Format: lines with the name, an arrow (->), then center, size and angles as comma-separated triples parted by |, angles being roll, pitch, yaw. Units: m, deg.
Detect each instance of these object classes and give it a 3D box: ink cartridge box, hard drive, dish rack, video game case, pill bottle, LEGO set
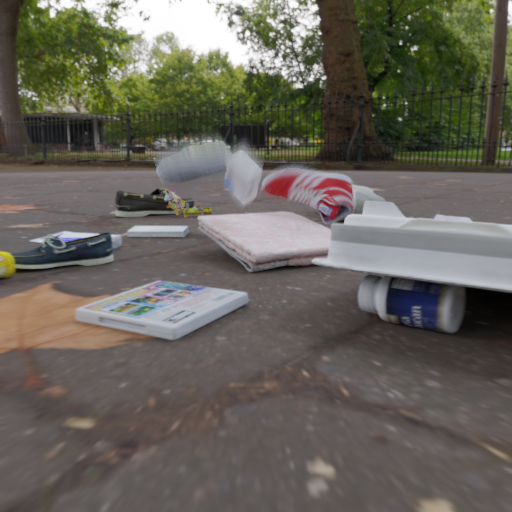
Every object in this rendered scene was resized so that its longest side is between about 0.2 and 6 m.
ink cartridge box -> -3.624, -0.250, 11.330 | 1.332, 0.289, 1.320 | 5, 12, 12
hard drive -> -2.321, -0.579, 13.360 | 1.310, 0.175, 0.864 | 1, 11, 1
dish rack -> 3.136, -0.091, 7.239 | 3.622, 0.919, 4.220 | 9, 5, 37
ink cartridge box -> -0.259, -1.481, 10.616 | 0.365, 0.622, 0.850 | -36, -17, -22
video game case -> -1.139, 0.638, 7.069 | 1.486, 0.193, 1.632 | 6, 13, 28
pill bottle -> 1.803, 0.513, 6.574 | 1.117, 0.620, 0.620 | 7, 13, 35
LEGO set -> -2.077, -1.577, 16.766 | 1.528, 0.569, 0.703 | 21, 43, 11

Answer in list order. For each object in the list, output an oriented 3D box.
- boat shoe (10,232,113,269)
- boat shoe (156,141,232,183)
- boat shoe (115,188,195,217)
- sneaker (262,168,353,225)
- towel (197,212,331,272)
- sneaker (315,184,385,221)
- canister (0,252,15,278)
boat shoe -> -3.438, -0.098, 9.811 | 1.874, 0.579, 0.702 | -5, 12, -25
boat shoe -> -1.427, -2.172, 12.779 | 2.114, 0.656, 0.761 | -16, -19, -43
boat shoe -> -3.073, -1.695, 17.417 | 2.684, 0.808, 0.957 | -9, 14, -37
sneaker -> 1.105, -1.226, 11.708 | 1.925, 0.686, 1.083 | 0, 51, -3
towel -> 0.411, -0.335, 10.749 | 2.410, 0.407, 2.524 | -5, 22, -28
sneaker -> 2.789, -1.670, 16.906 | 1.520, 1.251, 3.304 | 5, 17, -11
canister -> -4.369, 0.218, 8.661 | 0.717, 0.418, 0.965 | 4, 13, 21
